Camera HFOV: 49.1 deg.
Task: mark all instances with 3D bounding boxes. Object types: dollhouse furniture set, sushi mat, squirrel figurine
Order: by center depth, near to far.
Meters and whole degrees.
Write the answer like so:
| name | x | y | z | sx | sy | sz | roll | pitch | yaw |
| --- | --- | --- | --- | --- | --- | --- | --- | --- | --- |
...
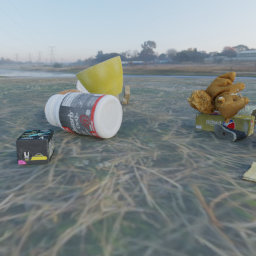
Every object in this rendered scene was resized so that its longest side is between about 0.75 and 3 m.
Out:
| name | x | y | z | sx | sy | sz | roll | pitch | yaw |
| --- | --- | --- | --- | --- | --- | --- | --- | --- | --- |
| sushi mat | 3.945 | 1.228 | 6.393 | 2.330 | 0.141 | 1.115 | 10 | 17 | 36 |
| squirrel figurine | 3.420 | -0.945 | 10.620 | 2.187 | 1.548 | 2.042 | -10 | 27 | 18 |
| dollhouse furniture set | -1.126 | -1.869 | 17.711 | 2.444 | 1.267 | 1.082 | -2 | -26 | -6 |

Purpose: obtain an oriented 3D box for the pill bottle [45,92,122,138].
| name | x | y | z | sx | sy | sz | roll | pitch | yaw |
| --- | --- | --- | --- | --- | --- | --- | --- | --- | --- |
| pill bottle | -1.721 | -0.546 | 10.648 | 2.719 | 1.575 | 1.575 | 8 | 16 | 32 |

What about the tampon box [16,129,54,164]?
| name | x | y | z | sx | sy | sz | roll | pitch | yaw |
| --- | --- | --- | --- | --- | --- | --- | --- | --- | --- |
| tampon box | -2.629 | 0.522 | 8.074 | 0.849 | 0.715 | 1.133 | -1 | 14 | -6 |

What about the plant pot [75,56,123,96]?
| name | x | y | z | sx | sy | sz | roll | pitch | yaw |
| --- | --- | --- | --- | --- | --- | --- | --- | --- | --- |
| plant pot | -0.982 | -1.920 | 11.497 | 1.954 | 1.387 | 1.954 | -22 | 11 | 4 |

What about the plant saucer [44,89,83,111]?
| name | x | y | z | sx | sy | sz | roll | pitch | yaw |
| --- | --- | --- | --- | --- | --- | --- | --- | --- | --- |
| plant saucer | -3.148 | -1.244 | 13.868 | 2.125 | 0.343 | 2.125 | -10 | 44 | 10 |

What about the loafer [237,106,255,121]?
| name | x | y | z | sx | sy | sz | roll | pitch | yaw |
| --- | --- | --- | --- | --- | --- | --- | --- | --- | --- |
| loafer | 6.300 | -0.672 | 12.771 | 2.486 | 0.940 | 0.849 | -11 | 16 | -6 |

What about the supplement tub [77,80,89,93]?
| name | x | y | z | sx | sy | sz | roll | pitch | yaw |
| --- | --- | --- | --- | --- | --- | --- | --- | --- | --- |
| supplement tub | -2.778 | -3.291 | 21.717 | 1.688 | 1.688 | 2.321 | 3 | 14 | 14 |

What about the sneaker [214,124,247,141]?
| name | x | y | z | sx | sy | sz | roll | pitch | yaw |
| --- | --- | --- | --- | --- | --- | --- | --- | --- | --- |
| sneaker | 3.717 | 0.180 | 10.261 | 0.630 | 0.443 | 1.186 | -1 | 22 | -23 |

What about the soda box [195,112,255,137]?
| name | x | y | z | sx | sy | sz | roll | pitch | yaw |
| --- | --- | --- | --- | --- | --- | --- | --- | --- | --- |
| soda box | 3.823 | -0.211 | 11.157 | 2.147 | 0.687 | 0.727 | 11 | 18 | 37 |
